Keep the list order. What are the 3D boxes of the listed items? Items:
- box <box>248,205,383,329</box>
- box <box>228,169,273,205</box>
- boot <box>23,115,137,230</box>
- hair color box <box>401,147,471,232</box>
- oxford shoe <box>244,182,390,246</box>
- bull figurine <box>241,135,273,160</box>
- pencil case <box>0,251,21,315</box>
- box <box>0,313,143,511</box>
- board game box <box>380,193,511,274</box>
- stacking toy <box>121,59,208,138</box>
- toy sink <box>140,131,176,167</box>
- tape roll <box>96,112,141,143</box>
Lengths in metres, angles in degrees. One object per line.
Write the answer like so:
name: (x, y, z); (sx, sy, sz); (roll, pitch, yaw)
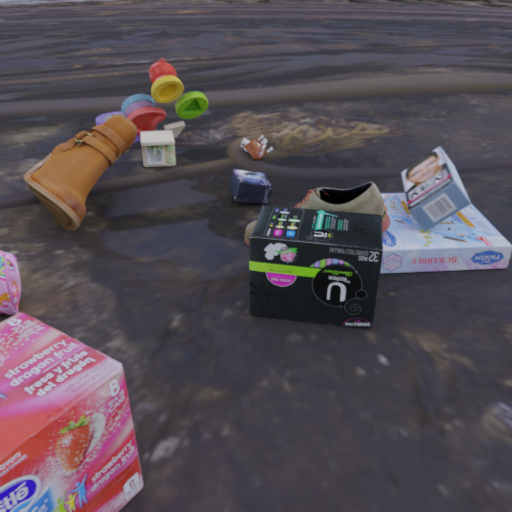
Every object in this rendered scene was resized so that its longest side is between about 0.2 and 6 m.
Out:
box: (0.792, 0.118, 7.499); (1.660, 1.233, 1.032); (5, 30, 9)
box: (-0.113, -1.324, 10.730); (0.672, 0.417, 0.677); (4, 29, -18)
boot: (-2.981, -1.618, 10.158); (2.178, 1.076, 2.805); (-38, 27, -11)
hair color box: (2.882, -1.121, 9.133); (0.808, 0.495, 1.632); (-35, 18, 25)
oxford shoe: (0.858, -0.682, 8.902); (2.383, 0.891, 0.840); (-10, 33, 18)
bull figurine: (-0.005, -2.544, 13.051); (0.576, 0.309, 0.949); (-36, 41, 5)
pencil case: (-4.198, 0.456, 7.264); (2.118, 0.926, 0.926); (-6, 30, -12)
box: (-2.424, 1.901, 4.088); (1.439, 1.503, 3.015); (19, 35, 30)
board game box: (2.728, -0.451, 9.309); (2.111, 0.435, 2.116); (-2, 30, -3)
stacking toy: (-2.194, -3.697, 13.345); (1.706, 1.884, 0.796); (3, 58, -51)
toy sink: (-2.187, -2.365, 12.508); (0.728, 0.626, 1.117); (-6, 25, -10)
tape roll: (-3.407, -3.249, 14.171); (1.211, 0.514, 1.211); (-1, 30, 0)
